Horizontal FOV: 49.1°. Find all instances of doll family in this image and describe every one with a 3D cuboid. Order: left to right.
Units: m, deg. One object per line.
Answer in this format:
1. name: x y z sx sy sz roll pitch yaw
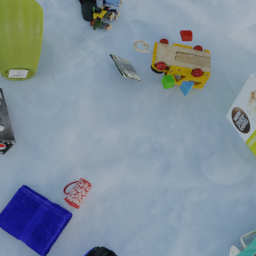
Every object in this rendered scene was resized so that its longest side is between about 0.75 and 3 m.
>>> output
1. doll family: -1.064 -5.247 12.565 1.167 0.792 2.019 19 58 14

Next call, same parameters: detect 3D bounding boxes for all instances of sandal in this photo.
1. sandal: -1.901 -6.115 13.044 1.002 0.638 2.665 -15 64 -8

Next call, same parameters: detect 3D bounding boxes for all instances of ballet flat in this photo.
1. ballet flat: 3.379 3.530 7.950 2.137 0.720 0.752 -32 42 -16

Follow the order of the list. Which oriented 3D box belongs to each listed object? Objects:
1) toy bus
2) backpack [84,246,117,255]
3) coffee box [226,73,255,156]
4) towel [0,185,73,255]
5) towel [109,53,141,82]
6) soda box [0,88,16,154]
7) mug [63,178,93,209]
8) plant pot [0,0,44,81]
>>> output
1. toy bus: 1.785 -2.322 10.602 2.519 1.379 2.669 -31 70 -21
2. backpack: -0.936 4.099 7.063 1.570 1.621 1.932 36 35 11
3. coffee box: 5.139 -0.532 9.029 2.441 2.437 2.414 -22 64 -11
4. towel: -2.842 2.713 8.410 1.944 0.482 1.435 27 64 14
5. towel: -0.073 -2.339 10.790 0.208 1.206 1.161 -40 68 28
6. soda box: -4.702 -0.352 9.681 0.787 0.879 2.484 -38 62 22
7. mug: -1.571 1.942 8.613 0.733 0.551 0.826 36 86 -6
8. plant pot: -4.336 -3.266 10.768 2.471 2.471 2.641 -11 79 -6
